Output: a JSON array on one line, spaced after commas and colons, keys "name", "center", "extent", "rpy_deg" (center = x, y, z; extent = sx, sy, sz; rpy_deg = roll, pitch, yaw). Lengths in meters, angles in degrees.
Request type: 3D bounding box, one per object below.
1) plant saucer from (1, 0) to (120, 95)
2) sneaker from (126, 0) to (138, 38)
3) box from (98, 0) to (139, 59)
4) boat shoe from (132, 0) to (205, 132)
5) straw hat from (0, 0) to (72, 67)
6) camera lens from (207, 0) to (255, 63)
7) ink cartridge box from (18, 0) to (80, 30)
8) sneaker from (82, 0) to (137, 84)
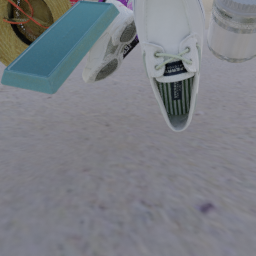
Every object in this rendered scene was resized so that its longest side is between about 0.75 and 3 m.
[{"name": "plant saucer", "center": [-1.045, -1.569, 4.857], "extent": [0.945, 0.256, 2.702], "rpy_deg": [12, 50, 16]}, {"name": "sneaker", "center": [0.900, -2.729, 8.071], "extent": [1.134, 2.819, 1.246], "rpy_deg": [-20, 43, 44]}, {"name": "box", "center": [-0.151, -3.471, 8.829], "extent": [1.791, 2.505, 0.452], "rpy_deg": [41, 24, -12]}, {"name": "boat shoe", "center": [0.785, -1.116, 4.505], "extent": [1.067, 2.901, 0.969], "rpy_deg": [-10, 47, 15]}, {"name": "straw hat", "center": [-2.217, -2.676, 6.747], "extent": [2.706, 2.706, 1.145], "rpy_deg": [4, 37, 9]}, {"name": "camera lens", "center": [3.755, -3.592, 9.304], "extent": [1.991, 2.490, 1.991], "rpy_deg": [-3, 60, 5]}, {"name": "ink cartridge box", "center": [-2.447, -3.027, 8.649], "extent": [1.697, 2.337, 0.974], "rpy_deg": [-7, 46, -27]}, {"name": "sneaker", "center": [-0.637, -2.237, 7.353], "extent": [1.185, 2.386, 0.929], "rpy_deg": [51, 35, 17]}]
